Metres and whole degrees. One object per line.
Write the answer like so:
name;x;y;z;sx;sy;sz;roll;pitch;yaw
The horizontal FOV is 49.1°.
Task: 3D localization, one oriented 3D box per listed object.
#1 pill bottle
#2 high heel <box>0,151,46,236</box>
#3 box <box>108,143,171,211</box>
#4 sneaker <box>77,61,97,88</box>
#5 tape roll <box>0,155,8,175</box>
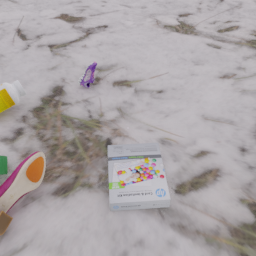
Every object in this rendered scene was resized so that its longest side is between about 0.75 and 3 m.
pill bottle;-3.754;-0.879;8.314;1.362;0.710;0.710;-33;51;-15
high heel;-2.627;1.361;6.149;1.013;0.711;2.113;-6;47;27
box;0.195;1.102;6.693;1.340;0.354;1.719;-3;44;-3
sneaker;-1.266;-1.751;9.374;0.449;1.015;0.408;41;27;7
tape roll;-3.549;0.856;6.003;1.778;1.778;0.427;-4;83;-4
